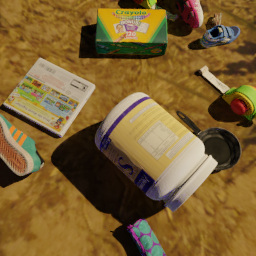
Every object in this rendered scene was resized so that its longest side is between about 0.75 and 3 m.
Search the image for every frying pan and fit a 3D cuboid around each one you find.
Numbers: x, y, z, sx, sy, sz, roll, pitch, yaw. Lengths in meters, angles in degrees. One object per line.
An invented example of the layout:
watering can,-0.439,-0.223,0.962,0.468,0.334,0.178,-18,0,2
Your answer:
frying pan,2.245,0.459,8.328,2.189,0.356,1.324,22,69,10

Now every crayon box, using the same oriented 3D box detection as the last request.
crayon box,0.118,-3.296,9.606,2.377,0.692,1.412,1,69,0

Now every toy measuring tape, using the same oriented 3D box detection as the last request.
toy measuring tape,3.294,-1.202,8.691,0.951,0.951,2.585,-38,73,-14
toy measuring tape,0.870,-4.708,10.130,2.264,0.833,0.833,37,73,13

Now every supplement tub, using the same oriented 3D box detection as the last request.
supplement tub,0.708,0.604,7.381,2.745,1.996,1.996,42,74,15

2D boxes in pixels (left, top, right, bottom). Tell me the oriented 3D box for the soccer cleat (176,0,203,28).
soccer cleat,2.193,-4.878,10.073,1.234,0.998,2.858,-22,70,-8

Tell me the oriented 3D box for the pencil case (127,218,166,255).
pencil case,0.502,3.030,7.172,0.571,0.620,1.342,-44,67,31

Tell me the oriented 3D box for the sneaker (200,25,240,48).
sneaker,3.241,-3.230,9.638,1.489,0.612,0.551,-21,68,-10

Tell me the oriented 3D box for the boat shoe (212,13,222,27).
boat shoe,3.152,-3.786,10.034,0.307,0.324,0.856,13,60,9

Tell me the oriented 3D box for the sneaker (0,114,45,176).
sneaker,-3.241,0.408,7.935,0.795,0.891,2.229,-45,75,15

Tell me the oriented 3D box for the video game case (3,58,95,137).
video game case,-2.489,-1.035,8.972,2.195,0.251,1.997,27,71,9
